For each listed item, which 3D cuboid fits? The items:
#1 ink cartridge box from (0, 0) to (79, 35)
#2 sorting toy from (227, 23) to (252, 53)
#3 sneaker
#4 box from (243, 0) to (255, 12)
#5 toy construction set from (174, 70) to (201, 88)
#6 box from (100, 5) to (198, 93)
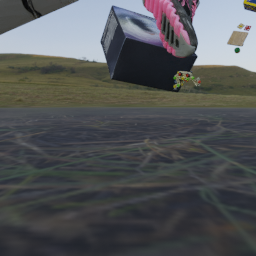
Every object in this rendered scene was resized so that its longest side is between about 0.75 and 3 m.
[{"bbox_3d":[-2.074,-2.566,4.696,2.062,1.491,0.869,-27,-10,-8],"label":"ink cartridge box"},{"bbox_3d":[3.239,-2.620,8.212,0.460,0.954,0.161,24,-6,37],"label":"sorting toy"},{"bbox_3d":[1.356,-3.084,7.306,1.390,2.914,1.151,-11,-28,-12],"label":"sneaker"},{"bbox_3d":[4.618,-4.673,10.376,0.518,0.475,1.478,24,22,17],"label":"box"},{"bbox_3d":[1.960,-1.630,9.471,0.958,0.628,0.442,6,38,30],"label":"toy construction set"},{"bbox_3d":[0.664,-2.976,10.536,2.797,1.723,2.774,7,41,-22],"label":"box"}]
